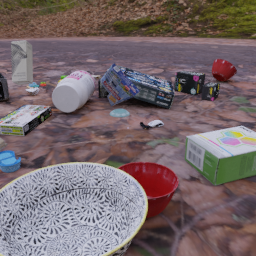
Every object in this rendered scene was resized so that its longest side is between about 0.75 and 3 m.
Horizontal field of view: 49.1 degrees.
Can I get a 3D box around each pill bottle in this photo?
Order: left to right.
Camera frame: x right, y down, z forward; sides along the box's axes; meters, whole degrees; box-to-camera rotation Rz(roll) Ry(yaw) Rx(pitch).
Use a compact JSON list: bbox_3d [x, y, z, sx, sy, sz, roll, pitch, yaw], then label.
[{"bbox_3d":[-2.171,-1.501,11.397,1.291,1.291,2.277,2,23,5],"label":"pill bottle"}]

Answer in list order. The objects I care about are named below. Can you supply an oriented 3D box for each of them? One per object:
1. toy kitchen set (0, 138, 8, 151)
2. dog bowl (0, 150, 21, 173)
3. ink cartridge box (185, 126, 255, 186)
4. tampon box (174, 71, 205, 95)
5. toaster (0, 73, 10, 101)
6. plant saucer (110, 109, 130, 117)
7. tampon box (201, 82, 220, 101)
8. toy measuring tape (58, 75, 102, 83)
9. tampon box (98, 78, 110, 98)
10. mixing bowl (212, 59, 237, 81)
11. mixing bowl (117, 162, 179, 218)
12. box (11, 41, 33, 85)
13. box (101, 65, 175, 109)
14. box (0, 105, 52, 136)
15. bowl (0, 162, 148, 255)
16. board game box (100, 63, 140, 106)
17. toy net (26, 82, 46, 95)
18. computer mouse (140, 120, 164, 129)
[{"bbox_3d":[-4.223,-0.088,7.090,1.566,1.731,1.919,1,27,20],"label":"toy kitchen set"},{"bbox_3d":[-3.043,0.847,7.077,0.510,0.227,0.915,-18,29,-37],"label":"dog bowl"},{"bbox_3d":[2.847,0.567,7.072,2.511,0.745,1.304,-8,24,-20],"label":"ink cartridge box"},{"bbox_3d":[2.989,-2.223,13.632,1.240,0.929,0.783,19,29,39],"label":"tampon box"},{"bbox_3d":[-6.310,-1.785,12.324,1.712,1.123,1.893,-13,26,-30],"label":"toaster"},{"bbox_3d":[-0.317,-0.604,10.733,0.781,0.150,0.781,0,23,0],"label":"plant saucer"},{"bbox_3d":[3.738,-1.661,12.644,0.545,0.646,0.863,13,26,30],"label":"tampon box"},{"bbox_3d":[-2.271,-2.078,13.488,0.957,0.957,2.602,17,19,36],"label":"toy measuring tape"},{"bbox_3d":[-1.090,-1.844,12.908,0.496,0.785,0.589,1,23,1],"label":"tampon box"},{"bbox_3d":[5.263,-3.137,15.728,1.414,1.414,0.766,25,77,46],"label":"mixing bowl"},{"bbox_3d":[0.310,1.259,5.445,1.287,0.697,1.287,0,23,0],"label":"mixing bowl"},{"bbox_3d":[-3.629,-2.223,9.602,0.579,1.410,0.482,-5,-5,5],"label":"box"},{"bbox_3d":[0.487,-1.886,12.127,2.972,0.684,2.362,17,22,-2],"label":"box"},{"bbox_3d":[-3.606,-0.317,9.734,1.138,0.359,2.068,4,23,10],"label":"box"},{"bbox_3d":[-0.855,1.542,4.244,2.301,1.080,2.301,-1,22,0],"label":"bowl"},{"bbox_3d":[-0.367,-1.174,8.389,0.340,1.102,1.102,-45,4,-39],"label":"board game box"},{"bbox_3d":[-4.493,-1.895,13.697,0.924,0.340,1.762,-2,24,-12],"label":"toy net"},{"bbox_3d":[0.849,-0.150,9.570,0.829,0.182,0.455,-11,23,-25],"label":"computer mouse"}]
